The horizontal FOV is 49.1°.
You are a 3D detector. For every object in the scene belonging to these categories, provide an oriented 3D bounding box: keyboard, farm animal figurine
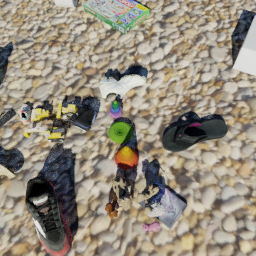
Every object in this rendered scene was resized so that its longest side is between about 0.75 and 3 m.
[{"bbox_3d":[-4.758,-0.392,10.697,0.495,0.106,0.824,35,65,18],"label":"keyboard"},{"bbox_3d":[0.236,2.226,8.534,1.821,0.916,1.471,11,53,14],"label":"farm animal figurine"}]

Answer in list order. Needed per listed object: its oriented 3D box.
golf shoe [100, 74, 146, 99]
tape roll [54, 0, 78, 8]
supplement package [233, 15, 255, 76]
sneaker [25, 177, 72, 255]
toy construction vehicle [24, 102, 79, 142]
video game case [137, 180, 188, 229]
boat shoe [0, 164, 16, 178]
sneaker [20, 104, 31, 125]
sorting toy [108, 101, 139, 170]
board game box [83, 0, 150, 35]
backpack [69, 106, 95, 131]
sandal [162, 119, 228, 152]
[{"bbox_3d":[-0.170,-1.581,11.166,1.896,0.742,0.922,-8,77,2],"label":"golf shoe"},{"bbox_3d":[-3.006,-6.560,13.599,0.882,1.285,1.285,4,60,2],"label":"tape roll"},{"bbox_3d":[5.492,-3.450,11.800,1.269,1.265,2.164,23,62,13],"label":"supplement package"},{"bbox_3d":[-2.421,2.559,8.312,0.921,1.274,2.607,-21,64,-15],"label":"sneaker"},{"bbox_3d":[-2.809,-0.300,10.335,1.771,0.624,1.542,2,60,1],"label":"toy construction vehicle"},{"bbox_3d":[1.102,2.439,9.038,1.346,0.128,0.961,35,66,20],"label":"video game case"},{"bbox_3d":[-4.431,1.429,9.426,1.434,0.517,0.466,21,70,15],"label":"boat shoe"},{"bbox_3d":[-3.909,-0.597,10.622,0.324,0.430,0.920,-10,61,-5],"label":"sneaker"},{"bbox_3d":[-0.232,0.113,9.946,0.910,0.904,2.624,-11,61,-6],"label":"sorting toy"},{"bbox_3d":[-0.577,-5.769,13.656,2.729,0.397,1.837,37,67,19],"label":"board game box"},{"bbox_3d":[-1.590,-0.346,10.343,0.877,0.676,0.835,26,65,3],"label":"backpack"},{"bbox_3d":[2.405,0.132,10.093,2.535,0.607,0.953,-17,61,-9],"label":"sandal"}]
